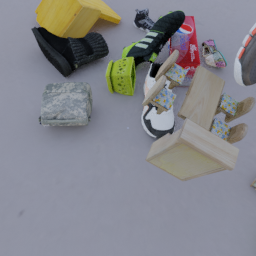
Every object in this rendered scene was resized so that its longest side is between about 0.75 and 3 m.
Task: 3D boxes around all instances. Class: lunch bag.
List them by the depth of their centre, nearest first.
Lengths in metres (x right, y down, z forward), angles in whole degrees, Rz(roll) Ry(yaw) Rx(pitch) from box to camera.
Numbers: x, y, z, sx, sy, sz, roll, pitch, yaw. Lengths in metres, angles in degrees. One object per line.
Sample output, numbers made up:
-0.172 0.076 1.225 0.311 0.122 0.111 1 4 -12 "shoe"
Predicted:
-1.717 -0.571 7.827 1.409 0.982 1.182 -1 45 -2 "lunch bag"

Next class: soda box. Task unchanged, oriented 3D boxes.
1.844 -2.699 9.537 0.891 0.984 2.811 3 51 3 "soda box"

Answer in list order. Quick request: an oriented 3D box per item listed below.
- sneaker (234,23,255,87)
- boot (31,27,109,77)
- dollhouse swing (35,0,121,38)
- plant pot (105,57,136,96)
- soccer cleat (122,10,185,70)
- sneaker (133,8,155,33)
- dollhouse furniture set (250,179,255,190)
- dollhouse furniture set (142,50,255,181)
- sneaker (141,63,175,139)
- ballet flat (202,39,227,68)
2.918 -1.556 4.550 2.559 0.986 1.048 -44 47 11 "sneaker"
-2.014 -2.952 9.733 1.843 0.928 2.465 -36 70 -17 "boot"
-1.940 -4.357 11.214 2.231 2.158 2.455 -49 57 16 "dollhouse swing"
-0.222 -1.607 8.762 0.814 0.897 0.893 0 51 10 "plant pot"
0.864 -2.715 9.050 2.514 0.849 1.019 -33 60 29 "soccer cleat"
0.794 -4.148 10.833 1.331 0.758 0.502 28 57 20 "sneaker"
3.533 1.236 6.672 0.749 0.568 0.854 37 60 26 "dollhouse furniture set"
1.333 -0.274 5.073 1.883 1.427 2.148 29 65 -8 "dollhouse furniture set"
0.842 -0.844 8.061 0.942 1.022 2.555 -2 53 -4 "sneaker"
2.935 -2.544 9.766 0.582 0.565 1.635 -16 46 11 "ballet flat"
